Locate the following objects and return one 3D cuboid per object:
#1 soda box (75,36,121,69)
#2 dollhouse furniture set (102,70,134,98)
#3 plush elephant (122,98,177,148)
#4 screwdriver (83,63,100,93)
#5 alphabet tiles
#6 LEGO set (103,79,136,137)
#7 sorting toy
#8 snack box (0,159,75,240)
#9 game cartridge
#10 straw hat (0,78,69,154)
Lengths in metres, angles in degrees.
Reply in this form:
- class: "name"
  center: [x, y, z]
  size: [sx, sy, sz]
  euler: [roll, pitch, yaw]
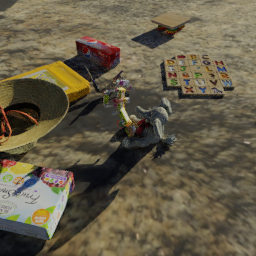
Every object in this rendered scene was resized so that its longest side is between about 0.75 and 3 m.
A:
- class: "soda box"
  center: [-1.202, -3.043, 11.163]
  size: [1.933, 0.677, 0.613]
  euler: [28, 49, 28]
- class: "dollhouse furniture set"
  center: [-0.367, -1.255, 9.617]
  size: [0.774, 0.865, 1.091]
  euler: [43, 74, -11]
- class: "plush elephant"
  center: [0.611, -0.146, 7.533]
  size: [1.519, 1.176, 1.251]
  euler: [11, 43, 12]
- class: "screwdriver"
  center: [-1.205, -1.689, 9.347]
  size: [0.158, 1.086, 0.151]
  euler: [-24, 2, -20]
- class: "alphabet tiles"
  center: [2.601, -2.080, 10.521]
  size: [2.401, 0.091, 2.885]
  euler: [1, 42, 2]
- class: "LEGO set"
  center: [-0.272, -0.506, 7.550]
  size: [0.586, 1.574, 0.724]
  euler: [-11, 7, -32]
- class: "sorting toy"
  center: [2.039, -5.022, 13.533]
  size: [1.364, 0.475, 1.355]
  euler: [33, 52, 32]
- class: "snack box"
  center: [-2.419, 1.488, 6.173]
  size: [2.064, 0.547, 1.468]
  euler: [8, 42, 9]
- class: "game cartridge"
  center: [-2.852, -1.385, 9.509]
  size: [2.545, 0.413, 2.243]
  euler: [-31, 50, -28]
- class: "straw hat"
  center: [-2.908, -0.032, 7.365]
  size: [2.890, 1.223, 2.890]
  euler: [0, 42, 0]
